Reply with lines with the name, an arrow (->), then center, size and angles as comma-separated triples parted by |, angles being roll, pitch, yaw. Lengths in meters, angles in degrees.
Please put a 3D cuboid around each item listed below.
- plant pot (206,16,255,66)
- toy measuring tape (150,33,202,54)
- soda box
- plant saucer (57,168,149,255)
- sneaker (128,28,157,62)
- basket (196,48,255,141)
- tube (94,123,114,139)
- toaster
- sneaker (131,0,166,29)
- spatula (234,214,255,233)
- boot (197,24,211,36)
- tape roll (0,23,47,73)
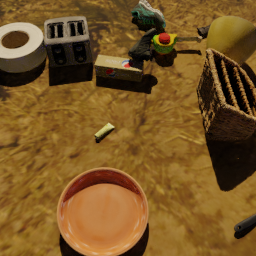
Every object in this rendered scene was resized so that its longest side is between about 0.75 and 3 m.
plant pot -> 3.939, -3.120, 11.101 | 2.072, 2.072, 1.471 | 26, 79, 17
toy measuring tape -> 1.982, -3.569, 11.946 | 2.407, 0.885, 0.885 | 0, 56, -1
soda box -> -0.343, -2.403, 11.255 | 1.900, 0.608, 0.643 | 10, 56, 6
plant saucer -> -0.703, 2.375, 7.982 | 2.553, 0.478, 2.553 | 2, 56, -3
sneaker -> 0.760, -3.153, 10.919 | 0.835, 0.557, 1.458 | 41, 86, 8
basket -> 3.596, -1.156, 9.557 | 1.920, 2.004, 2.690 | 0, 55, 0
tube -> -0.844, 0.101, 9.802 | 0.763, 0.198, 0.221 | -39, 102, -29
toaster -> -2.471, -3.667, 11.761 | 1.838, 1.206, 2.032 | -7, 55, -6
sneaker -> 0.933, -5.168, 13.186 | 0.958, 0.815, 2.100 | -38, 59, -5
spatula -> 4.006, 2.467, 8.122 | 2.271, 0.233, 0.642 | -23, 73, -13
boot -> 3.742, -4.387, 12.829 | 0.887, 0.353, 1.019 | -23, 54, -9
tape roll -> -4.640, -3.431, 11.832 | 2.317, 0.810, 2.317 | 0, 55, 0
